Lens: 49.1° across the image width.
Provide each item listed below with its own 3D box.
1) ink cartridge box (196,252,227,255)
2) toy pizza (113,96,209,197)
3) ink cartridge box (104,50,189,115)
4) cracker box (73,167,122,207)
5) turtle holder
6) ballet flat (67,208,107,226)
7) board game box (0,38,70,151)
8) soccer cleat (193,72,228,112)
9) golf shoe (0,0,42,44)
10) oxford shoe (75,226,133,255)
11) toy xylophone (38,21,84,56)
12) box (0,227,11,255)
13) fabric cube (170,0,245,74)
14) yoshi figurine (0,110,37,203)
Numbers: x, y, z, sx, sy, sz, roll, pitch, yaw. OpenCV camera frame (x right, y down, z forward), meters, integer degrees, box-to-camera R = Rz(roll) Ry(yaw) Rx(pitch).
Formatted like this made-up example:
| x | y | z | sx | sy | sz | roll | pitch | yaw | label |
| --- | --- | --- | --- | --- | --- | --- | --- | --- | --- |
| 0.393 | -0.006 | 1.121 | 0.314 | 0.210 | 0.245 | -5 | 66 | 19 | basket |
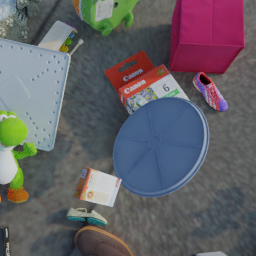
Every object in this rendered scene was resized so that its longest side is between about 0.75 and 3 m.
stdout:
| x | y | z | sx | sy | sz | roll | pitch | yaw | label |
| --- | --- | --- | --- | --- | --- | --- | --- | --- | --- |
| 2.173 | 3.901 | 6.682 | 0.687 | 1.140 | 1.570 | -5 | 76 | -1 | ink cartridge box |
| 0.732 | 0.411 | 6.722 | 2.567 | 0.407 | 2.567 | -19 | 54 | 29 | toy pizza |
| 0.616 | -0.992 | 8.122 | 1.544 | 0.713 | 2.833 | -31 | 79 | -8 | ink cartridge box |
| -0.530 | 1.066 | 5.034 | 0.233 | 0.806 | 0.540 | 7 | 74 | 46 | cracker box |
| -0.604 | -4.105 | 8.376 | 2.368 | 1.799 | 1.681 | -46 | 68 | -5 | turtle holder |
| -1.079 | 2.335 | 7.502 | 1.102 | 0.372 | 0.344 | 10 | 49 | 0 | ballet flat |
| -3.139 | -0.977 | 7.845 | 2.737 | 0.354 | 2.736 | 13 | 97 | 3 | board game box |
| 2.452 | -1.061 | 8.260 | 0.468 | 0.502 | 1.371 | -35 | 78 | -8 | soccer cleat |
| -3.769 | -3.310 | 8.748 | 1.327 | 1.069 | 2.730 | 15 | 74 | 27 | golf shoe |
| -0.190 | 3.511 | 6.826 | 2.869 | 1.041 | 1.021 | 39 | 80 | 9 | oxford shoe |
| -2.140 | -2.535 | 8.672 | 1.227 | 0.421 | 1.675 | 38 | 79 | 9 | toy xylophone |
| -3.885 | 3.349 | 7.236 | 1.582 | 0.344 | 1.267 | -9 | 76 | -2 | box |
| 2.189 | -2.734 | 8.052 | 1.760 | 1.727 | 1.754 | 4 | 76 | 0 | fabric cube |
| -3.102 | 0.726 | 7.188 | 1.352 | 1.357 | 2.414 | -1 | 88 | 11 | yoshi figurine |
